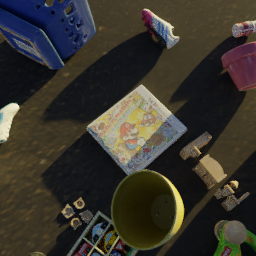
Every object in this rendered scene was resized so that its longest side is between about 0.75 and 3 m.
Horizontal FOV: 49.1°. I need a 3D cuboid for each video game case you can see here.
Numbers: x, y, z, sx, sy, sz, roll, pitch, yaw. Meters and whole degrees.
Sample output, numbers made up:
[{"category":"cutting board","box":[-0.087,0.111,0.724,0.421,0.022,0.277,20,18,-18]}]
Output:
[{"category":"video game case","box":[0.305,0.037,9.690,2.601,0.298,2.367,-39,73,-14]}]

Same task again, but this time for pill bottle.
[{"category":"pill bottle","box":[4.715,-3.983,11.224,0.910,0.519,0.519,-14,68,-6]}]

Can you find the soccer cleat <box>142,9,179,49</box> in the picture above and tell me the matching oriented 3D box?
[{"category":"soccer cleat","box":[1.290,-4.006,11.172,0.842,0.681,1.950,-29,78,-9]}]

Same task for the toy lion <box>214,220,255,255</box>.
[{"category":"toy lion","box":[3.122,4.344,7.708,2.581,0.924,2.692,37,72,6]}]

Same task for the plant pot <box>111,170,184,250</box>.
[{"category":"plant pot","box":[0.643,1.949,6.686,1.718,1.220,1.718,-13,66,32]}]

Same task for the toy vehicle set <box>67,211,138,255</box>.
[{"category":"toy vehicle set","box":[-0.952,3.921,7.970,1.582,0.338,2.547,30,71,19]}]

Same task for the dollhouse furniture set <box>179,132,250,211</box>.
[{"category":"dollhouse furniture set","box":[2.806,1.275,8.709,1.024,1.199,2.313,-34,72,-11]}]

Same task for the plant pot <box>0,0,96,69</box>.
[{"category":"plant pot","box":[-3.094,-3.854,10.069,2.734,2.734,2.458,29,78,11]}]

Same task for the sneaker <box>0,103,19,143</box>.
[{"category":"sneaker","box":[-4.345,0.005,9.542,0.802,0.760,1.987,38,66,-10]}]

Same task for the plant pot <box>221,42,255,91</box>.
[{"category":"plant pot","box":[4.299,-2.132,10.046,1.533,1.533,1.372,-13,84,-5]}]

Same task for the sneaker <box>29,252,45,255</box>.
[{"category":"sneaker","box":[-2.465,3.854,7.999,0.951,0.545,0.364,27,68,13]}]

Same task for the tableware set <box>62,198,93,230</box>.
[{"category":"tableware set","box":[-1.574,2.671,8.715,0.735,0.102,0.880,-35,72,-14]}]
